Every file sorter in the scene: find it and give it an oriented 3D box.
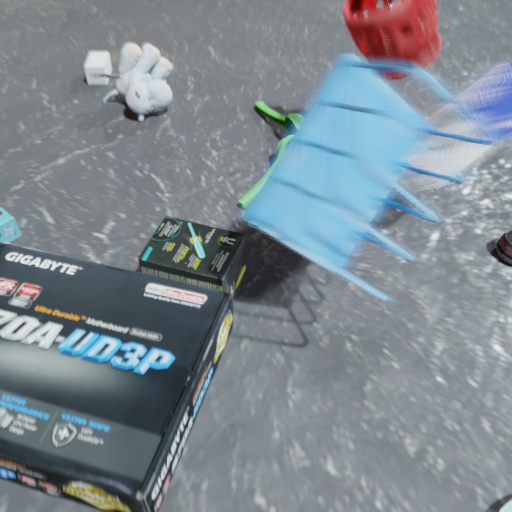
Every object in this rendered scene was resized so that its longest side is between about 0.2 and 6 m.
[{"bbox_3d":[1.347,-0.892,6.678,2.351,1.632,1.442,-58,32,4],"label":"file sorter"}]

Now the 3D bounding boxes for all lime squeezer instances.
[{"bbox_3d":[0.463,-2.439,11.989,1.358,0.725,3.845,4,46,3],"label":"lime squeezer"}]

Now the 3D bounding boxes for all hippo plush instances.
[{"bbox_3d":[-2.716,-4.056,13.105,1.769,1.409,1.422,-14,46,-14],"label":"hippo plush"}]

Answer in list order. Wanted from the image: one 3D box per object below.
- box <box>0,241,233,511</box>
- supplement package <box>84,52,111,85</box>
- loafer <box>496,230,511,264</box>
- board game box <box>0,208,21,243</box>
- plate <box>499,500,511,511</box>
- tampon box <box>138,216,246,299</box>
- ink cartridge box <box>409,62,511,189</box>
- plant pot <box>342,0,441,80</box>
[{"bbox_3d":[-2.658,1.502,7.823,3.994,0.919,3.175,12,46,12],"label":"box"},{"bbox_3d":[-4.103,-4.878,14.566,0.506,0.508,0.866,-1,45,-1],"label":"supplement package"},{"bbox_3d":[5.724,-0.392,9.744,2.921,0.920,1.050,-1,45,-1],"label":"loafer"},{"bbox_3d":[-5.645,-0.602,10.267,2.092,0.491,1.579,31,52,27],"label":"board game box"},{"bbox_3d":[3.533,3.614,6.189,1.964,0.251,1.964,0,46,0],"label":"plate"},{"bbox_3d":[-1.001,0.164,9.181,1.459,0.921,1.093,13,46,13],"label":"tampon box"},{"bbox_3d":[3.208,-1.968,8.537,1.913,0.899,0.423,-38,11,6],"label":"ink cartridge box"},{"bbox_3d":[2.503,-4.091,10.024,1.542,1.404,1.542,-21,41,19],"label":"plant pot"}]
